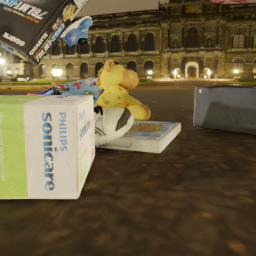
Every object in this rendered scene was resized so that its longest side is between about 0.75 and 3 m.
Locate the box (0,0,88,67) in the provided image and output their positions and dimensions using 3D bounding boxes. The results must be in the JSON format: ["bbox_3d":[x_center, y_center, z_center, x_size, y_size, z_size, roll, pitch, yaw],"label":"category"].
[{"bbox_3d":[-2.353,-2.887,6.751,2.335,2.318,0.580,30,-11,28],"label":"box"}]

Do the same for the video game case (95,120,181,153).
[{"bbox_3d":[-0.049,0.106,7.401,2.494,0.302,2.740,4,10,19],"label":"video game case"}]

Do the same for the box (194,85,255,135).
[{"bbox_3d":[3.787,-0.676,8.892,2.564,1.335,2.334,9,13,43],"label":"box"}]

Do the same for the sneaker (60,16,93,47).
[{"bbox_3d":[-1.767,-3.449,10.177,0.711,0.807,1.809,-14,30,37],"label":"sneaker"}]

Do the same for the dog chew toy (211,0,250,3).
[{"bbox_3d":[1.852,-2.813,5.287,1.506,0.938,0.938,-15,12,-10],"label":"dog chew toy"}]

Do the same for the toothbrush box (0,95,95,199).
[{"bbox_3d":[-2.087,0.123,4.355,2.953,1.271,2.150,-1,9,-2],"label":"toothbrush box"}]

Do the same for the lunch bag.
[{"bbox_3d":[-2.563,-1.144,11.564,2.185,1.365,2.903,-20,14,-36],"label":"lunch bag"}]

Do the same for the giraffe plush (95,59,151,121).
[{"bbox_3d":[-0.331,-1.198,9.206,2.275,1.845,1.963,6,-4,-23],"label":"giraffe plush"}]

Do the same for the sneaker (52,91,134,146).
[{"bbox_3d":[-1.158,-0.237,5.891,2.596,1.138,0.982,-10,25,-9],"label":"sneaker"}]
